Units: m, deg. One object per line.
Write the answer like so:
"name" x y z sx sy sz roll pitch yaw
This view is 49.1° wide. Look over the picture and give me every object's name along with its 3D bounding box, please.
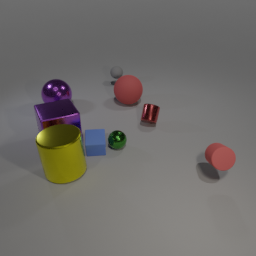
"cylinder" 2.713 0.837 8.290 0.700 0.700 0.700 -1 7 -1
"cylinder" 0.942 -0.597 11.811 0.700 0.700 0.700 13 -7 2
"ball" -0.397 0.431 10.382 0.700 0.700 0.700 0 31 0
"ball" -0.621 -3.047 15.359 0.700 0.700 0.700 0 31 0
"cube" -2.627 -0.116 10.599 1.400 1.400 1.400 -14 34 -22
"cylinder" -2.111 0.806 8.994 1.400 1.400 1.400 -3 31 2
"ball" -3.316 -1.576 13.045 1.400 1.400 1.400 0 31 0
"cube" -1.162 0.523 10.053 0.700 0.700 0.700 -3 51 -5
"ball" 0.012 -1.844 13.470 1.400 1.400 1.400 0 31 0
